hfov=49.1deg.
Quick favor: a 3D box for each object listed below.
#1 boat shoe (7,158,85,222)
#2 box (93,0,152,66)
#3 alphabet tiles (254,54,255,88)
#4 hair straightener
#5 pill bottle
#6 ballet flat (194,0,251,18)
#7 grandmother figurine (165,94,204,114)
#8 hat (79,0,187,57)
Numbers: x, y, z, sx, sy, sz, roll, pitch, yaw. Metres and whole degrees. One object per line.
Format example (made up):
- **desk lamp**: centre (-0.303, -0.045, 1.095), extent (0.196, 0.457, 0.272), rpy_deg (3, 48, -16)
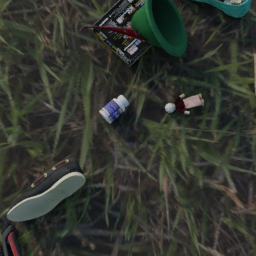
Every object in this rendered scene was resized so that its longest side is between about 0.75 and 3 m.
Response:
- **boat shoe**: centre (-2.230, 1.703, 7.564), extent (2.362, 0.864, 0.740), rpy_deg (-35, 47, 5)
- **box**: centre (0.189, -3.080, 8.345), extent (1.576, 0.487, 1.973), rpy_deg (44, 84, 4)
- **alphabet tiles**: centre (4.318, -1.792, 8.376), extent (1.057, 0.048, 1.264), rpy_deg (2, 82, 1)
- **hair straightener**: centre (-3.257, 3.648, 7.337), extent (1.060, 0.564, 2.755), rpy_deg (-24, 83, -3)
- **pill bottle**: centre (-0.374, -0.552, 7.983), extent (0.790, 0.473, 0.473), rpy_deg (-43, 84, -5)
- **ballet flat**: centre (2.456, -4.159, 8.265), extent (2.594, 0.913, 0.874), rpy_deg (26, 77, 3)
- **grandmother figurine**: centre (1.615, -0.667, 8.099), extent (1.092, 0.331, 0.662), rpy_deg (-13, 55, 1)
- **hat**: centre (0.312, -2.686, 7.877), extent (2.155, 1.897, 1.785), rpy_deg (49, 46, -27)
